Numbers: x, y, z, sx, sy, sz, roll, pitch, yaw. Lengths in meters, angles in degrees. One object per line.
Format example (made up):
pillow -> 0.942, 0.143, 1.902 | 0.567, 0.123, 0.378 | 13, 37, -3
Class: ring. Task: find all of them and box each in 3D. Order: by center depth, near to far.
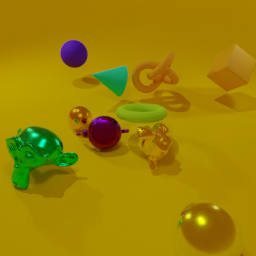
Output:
ring -> 0.359, -0.407, 7.377 | 1.349, 0.270, 1.349 | 0, 16, 0

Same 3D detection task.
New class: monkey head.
monkey head -> -2.125, 0.639, 6.399 | 1.837, 1.321, 1.107 | 21, 16, 20
monkey head -> 0.546, 0.327, 6.786 | 0.972, 0.814, 1.351 | 11, 51, -23

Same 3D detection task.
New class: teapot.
teapot -> -0.668, 0.125, 7.391 | 1.431, 0.890, 0.701 | -4, 1, -5

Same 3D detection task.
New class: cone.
cone -> -0.671, -1.604, 8.987 | 1.028, 1.024, 1.024 | 9, 28, -23

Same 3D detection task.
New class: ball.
ball -> 1.270, 1.750, 4.552 | 1.114, 1.114, 1.114 | 0, 33, 0
ball -> -1.374, -0.279, 8.056 | 0.706, 0.706, 0.706 | 0, 33, 0
ball -> -2.068, -2.839, 10.756 | 1.039, 1.039, 1.039 | 0, 33, 0

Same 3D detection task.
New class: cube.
cube -> 3.472, -1.991, 9.436 | 0.988, 0.988, 0.988 | 32, 71, -15

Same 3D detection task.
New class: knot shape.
knot shape -> 0.909, -1.823, 9.551 | 1.599, 1.708, 0.789 | -19, 66, -2
